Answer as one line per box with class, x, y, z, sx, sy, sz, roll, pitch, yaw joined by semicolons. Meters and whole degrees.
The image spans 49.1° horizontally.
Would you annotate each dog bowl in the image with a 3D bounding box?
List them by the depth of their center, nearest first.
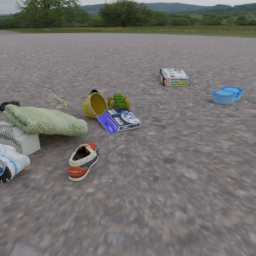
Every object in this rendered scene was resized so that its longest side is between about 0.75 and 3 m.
dog bowl;4.060;-1.341;11.452;0.907;0.404;1.628;21;31;40

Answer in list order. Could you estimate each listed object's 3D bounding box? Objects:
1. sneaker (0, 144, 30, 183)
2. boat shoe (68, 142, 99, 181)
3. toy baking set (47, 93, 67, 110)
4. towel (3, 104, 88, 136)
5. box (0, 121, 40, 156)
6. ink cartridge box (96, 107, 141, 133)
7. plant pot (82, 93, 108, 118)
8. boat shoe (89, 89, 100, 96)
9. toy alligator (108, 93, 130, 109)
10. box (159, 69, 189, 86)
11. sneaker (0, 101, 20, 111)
sneaker;-3.123;0.648;6.552;1.955;0.733;0.847;20;23;23
boat shoe;-1.048;0.656;6.648;0.549;0.483;1.543;2;22;9
toy baking set;-2.308;-0.894;9.200;0.656;0.099;0.855;23;29;-22
towel;-2.446;-0.273;8.133;1.869;0.460;2.520;4;12;-37
box;-3.100;0.278;7.490;1.498;0.512;0.616;13;26;28
ink cartridge box;-0.317;-0.279;8.962;1.103;0.239;1.093;-12;36;-25
plant pot;-1.210;-0.697;9.570;0.612;0.862;0.862;-20;10;34
boat shoe;-1.258;-1.047;10.588;0.549;0.549;1.561;-3;24;-13
toy alligator;-0.293;-0.914;10.293;0.708;0.513;2.135;-5;23;-11
box;2.330;-2.682;14.594;1.275;0.402;2.318;1;23;2
sneaker;-4.319;-0.817;10.313;0.485;0.324;0.846;3;17;24
